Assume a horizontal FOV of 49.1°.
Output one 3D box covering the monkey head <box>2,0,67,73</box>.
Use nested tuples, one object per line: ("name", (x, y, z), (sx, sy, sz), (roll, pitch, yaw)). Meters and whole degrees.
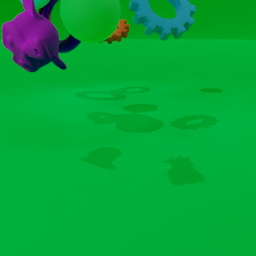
("monkey head", (-1.253, -1.238, 3.967), (0.895, 1.244, 0.750), (14, 49, 39))

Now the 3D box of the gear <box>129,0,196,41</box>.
("gear", (0.709, -2.439, 5.693), (1.337, 1.337, 0.247), (-6, -14, -16))

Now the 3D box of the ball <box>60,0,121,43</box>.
("ball", (-0.733, -2.295, 5.527), (1.179, 1.179, 1.179), (0, 19, 0))

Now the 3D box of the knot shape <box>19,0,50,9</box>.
("knot shape", (-1.521, -3.253, 5.319), (1.904, 2.035, 0.940), (15, 52, 0))

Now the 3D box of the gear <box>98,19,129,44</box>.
("gear", (-0.668, -3.524, 10.015), (1.390, 0.257, 1.390), (-1, 51, 1))

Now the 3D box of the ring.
("ring", (-2.092, -3.416, 8.842), (2.056, 2.056, 0.411), (12, 15, 32))
